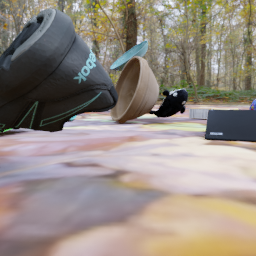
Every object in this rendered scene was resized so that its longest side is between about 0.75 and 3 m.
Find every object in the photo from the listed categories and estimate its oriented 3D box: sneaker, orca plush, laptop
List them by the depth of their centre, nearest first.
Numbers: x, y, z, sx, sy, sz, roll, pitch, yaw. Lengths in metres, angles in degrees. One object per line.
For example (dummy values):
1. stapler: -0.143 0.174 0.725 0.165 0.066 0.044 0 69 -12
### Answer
1. sneaker: -1.259 -0.251 3.237 2.657 1.002 1.053 -14 -41 42
2. laptop: 2.738 0.121 6.441 1.759 1.025 1.984 3 -19 19
3. orca plush: 1.273 -0.712 9.702 0.679 1.005 1.909 -41 17 -36

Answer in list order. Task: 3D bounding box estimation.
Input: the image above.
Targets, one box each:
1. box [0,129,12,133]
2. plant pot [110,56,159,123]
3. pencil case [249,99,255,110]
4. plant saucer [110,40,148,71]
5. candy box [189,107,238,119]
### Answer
1. box: -3.310 -0.361 6.667 1.594 0.874 1.807 0 11 21
2. plant pot: 0.338 -1.237 9.969 1.105 2.394 2.394 17 -1 -22
3. pencil case: 5.267 -0.639 9.895 1.028 0.924 2.367 2 6 -2
4. plant saucer: 0.143 -3.550 14.161 2.319 0.417 2.319 -32 21 14
5. candy box: 3.596 -0.615 11.821 1.760 0.487 1.016 5 8 43
